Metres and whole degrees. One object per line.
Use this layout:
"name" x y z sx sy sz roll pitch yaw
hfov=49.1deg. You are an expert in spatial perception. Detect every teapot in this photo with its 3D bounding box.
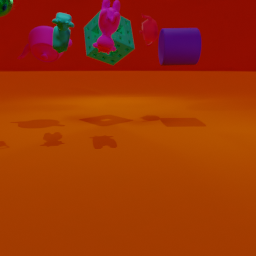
"teapot" 0.790 -3.844 10.948 0.681 1.392 0.865 -12 45 -1
"teapot" -2.909 -2.826 9.781 2.077 1.017 1.291 -7 -30 14

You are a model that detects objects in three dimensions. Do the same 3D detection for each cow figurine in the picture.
"cow figurine" -0.576 -2.811 7.905 0.687 1.232 1.252 9 54 -9
"cow figurine" -1.889 -2.684 7.992 0.598 1.090 1.073 7 14 -16

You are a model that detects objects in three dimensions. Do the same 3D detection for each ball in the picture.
"ball" -4.410 -4.274 9.267 1.137 1.137 1.137 0 13 0

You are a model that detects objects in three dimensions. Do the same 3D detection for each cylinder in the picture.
"cylinder" 1.824 -2.909 10.074 1.281 1.281 1.281 -2 13 -3

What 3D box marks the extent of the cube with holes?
"cube with holes" -0.721 -3.380 10.519 1.282 1.282 1.282 10 -26 -41
